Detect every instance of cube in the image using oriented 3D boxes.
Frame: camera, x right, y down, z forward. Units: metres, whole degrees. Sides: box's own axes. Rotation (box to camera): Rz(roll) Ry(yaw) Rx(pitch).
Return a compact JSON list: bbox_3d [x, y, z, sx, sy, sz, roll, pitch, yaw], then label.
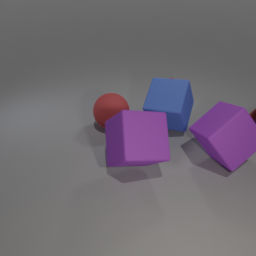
[{"bbox_3d":[3.057,0.208,8.735,1.400,1.400,1.400,-41,18,0],"label":"cube"},{"bbox_3d":[1.538,-0.863,10.397,1.400,1.400,1.400,9,65,25],"label":"cube"},{"bbox_3d":[0.234,0.353,8.195,1.400,1.400,1.400,2,-14,-25],"label":"cube"}]

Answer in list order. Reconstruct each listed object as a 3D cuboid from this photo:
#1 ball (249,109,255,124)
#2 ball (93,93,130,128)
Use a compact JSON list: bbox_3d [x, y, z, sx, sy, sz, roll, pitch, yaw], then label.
[{"bbox_3d":[4.965,-0.100,10.059,1.400,1.400,1.400,0,31,0],"label":"ball"},{"bbox_3d":[-0.638,-0.644,10.750,1.400,1.400,1.400,0,31,0],"label":"ball"}]
